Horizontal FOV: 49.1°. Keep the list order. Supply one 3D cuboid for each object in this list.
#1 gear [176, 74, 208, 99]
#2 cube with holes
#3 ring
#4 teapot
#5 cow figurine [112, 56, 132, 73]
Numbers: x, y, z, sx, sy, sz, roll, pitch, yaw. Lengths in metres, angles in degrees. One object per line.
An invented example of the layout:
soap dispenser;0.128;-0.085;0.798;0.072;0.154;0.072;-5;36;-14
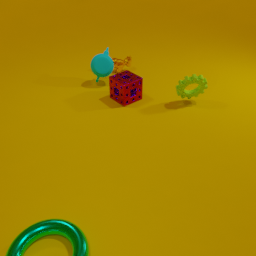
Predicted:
gear;2.221;-1.431;9.774;1.078;1.078;0.199;-4;57;-6
cube with holes;-0.078;-1.454;10.175;0.865;0.865;0.865;-26;44;-31
ring;-1.540;2.437;5.352;1.585;0.317;1.585;0;36;0
teapot;-1.008;-2.504;11.056;0.909;1.463;0.716;18;8;-10
cow figurine;-0.306;-2.825;12.056;0.887;0.872;0.487;24;26;-28
